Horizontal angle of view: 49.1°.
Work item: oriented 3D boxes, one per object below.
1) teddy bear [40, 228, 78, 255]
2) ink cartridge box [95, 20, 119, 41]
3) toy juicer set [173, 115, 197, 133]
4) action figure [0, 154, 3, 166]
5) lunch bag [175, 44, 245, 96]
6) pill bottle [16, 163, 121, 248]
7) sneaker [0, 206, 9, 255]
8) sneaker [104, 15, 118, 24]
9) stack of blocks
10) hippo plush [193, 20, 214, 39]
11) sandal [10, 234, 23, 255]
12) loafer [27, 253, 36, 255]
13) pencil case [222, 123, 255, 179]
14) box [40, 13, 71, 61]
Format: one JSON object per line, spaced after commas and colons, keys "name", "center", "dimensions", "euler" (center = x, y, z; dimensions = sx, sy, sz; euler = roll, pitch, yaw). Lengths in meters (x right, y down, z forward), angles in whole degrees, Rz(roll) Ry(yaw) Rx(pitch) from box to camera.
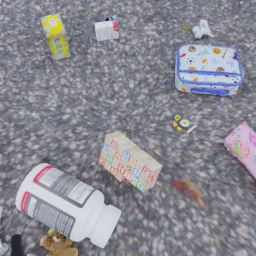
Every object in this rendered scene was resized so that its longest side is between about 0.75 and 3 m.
{"name": "teddy bear", "center": [-2.043, 3.567, 8.413], "dimensions": [1.343, 0.448, 0.974], "euler": [14, 51, 18]}
{"name": "ink cartridge box", "center": [-1.004, -4.619, 13.287], "dimensions": [1.049, 0.774, 0.449], "euler": [-9, 58, -6]}
{"name": "toy juicer set", "center": [2.150, -0.103, 10.768], "dimensions": [0.892, 0.243, 0.568], "euler": [25, 61, 14]}
{"name": "action figure", "center": [-5.749, 1.127, 9.654], "dimensions": [2.800, 1.514, 2.895], "euler": [-4, 30, -10]}
{"name": "lunch bag", "center": [3.394, -2.402, 11.759], "dimensions": [2.799, 1.057, 2.243], "euler": [4, 60, 4]}
{"name": "pill bottle", "center": [-1.693, 2.322, 8.298], "dimensions": [2.823, 1.563, 1.563], "euler": [26, 61, 9]}
{"name": "sneaker", "center": [-4.006, 3.242, 8.472], "dimensions": [0.938, 0.613, 1.632], "euler": [16, 64, 9]}
{"name": "sneaker", "center": [-0.862, -5.260, 13.803], "dimensions": [0.480, 0.579, 1.212], "euler": [27, 62, 16]}
{"name": "stack of blocks", "center": [0.015, 1.118, 8.790], "dimensions": [1.946, 1.121, 0.570], "euler": [37, 33, 30]}
{"name": "hippo plush", "center": [3.486, -4.621, 13.463], "dimensions": [0.770, 0.763, 0.957], "euler": [-30, 104, 2]}
{"name": "sandal", "center": [-3.333, 3.731, 8.403], "dimensions": [0.405, 0.243, 1.079], "euler": [-9, 44, -12]}
{"name": "loafer", "center": [-1.949, 4.349, 7.666], "dimensions": [2.402, 0.864, 0.755], "euler": [26, 68, 12]}
{"name": "pencil case", "center": [4.422, 1.088, 9.553], "dimensions": [1.158, 1.158, 2.649], "euler": [-25, 61, -15]}
{"name": "box", "center": [-3.223, -4.075, 12.594], "dimensions": [0.862, 1.361, 1.413], "euler": [-17, 59, -10]}
